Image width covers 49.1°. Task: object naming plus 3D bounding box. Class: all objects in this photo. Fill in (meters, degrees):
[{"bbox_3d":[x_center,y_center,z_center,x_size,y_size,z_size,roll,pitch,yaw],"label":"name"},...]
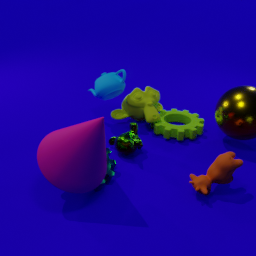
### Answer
[{"bbox_3d":[1.357,-0.126,7.756,1.433,0.265,1.433,0,27,0],"label":"gear"},{"bbox_3d":[2.826,-0.368,6.875,1.344,1.344,1.344,0,31,0],"label":"ball"},{"bbox_3d":[-0.018,0.257,6.724,0.635,0.758,1.054,-6,7,-36],"label":"monkey head"},{"bbox_3d":[1.700,0.895,5.488,0.920,0.935,0.513,-4,40,-33],"label":"cow figurine"},{"bbox_3d":[-0.723,0.222,4.954,1.399,1.404,1.399,19,47,-21],"label":"cone"},{"bbox_3d":[-0.973,0.688,5.903,1.452,0.268,1.452,20,34,-14],"label":"gear"},{"bbox_3d":[0.427,-0.513,7.947,1.695,1.021,1.219,-12,64,-22],"label":"monkey head"},{"bbox_3d":[-0.562,-1.155,7.579,1.362,0.667,0.847,-29,-8,33],"label":"teapot"}]
